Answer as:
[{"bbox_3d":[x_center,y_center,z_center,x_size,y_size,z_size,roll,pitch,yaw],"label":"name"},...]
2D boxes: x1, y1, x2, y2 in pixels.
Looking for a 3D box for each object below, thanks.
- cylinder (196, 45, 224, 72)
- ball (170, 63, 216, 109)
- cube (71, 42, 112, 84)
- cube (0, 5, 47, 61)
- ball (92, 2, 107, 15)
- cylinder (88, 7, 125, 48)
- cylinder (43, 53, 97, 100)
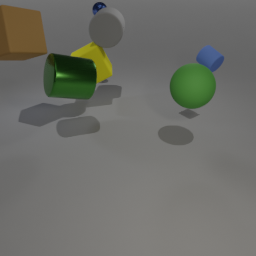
[{"bbox_3d":[2.922,-2.463,9.979,0.700,0.700,0.700,-21,58,-34],"label":"cylinder"},{"bbox_3d":[2.002,-1.295,8.698,1.400,1.400,1.400,0,29,0],"label":"ball"},{"bbox_3d":[-1.624,-2.823,12.382,1.400,1.400,1.400,-25,29,11],"label":"cube"},{"bbox_3d":[-3.724,-3.020,9.156,1.400,1.400,1.400,-2,10,36],"label":"cube"},{"bbox_3d":[-1.281,-5.377,12.791,0.700,0.700,0.700,0,29,0],"label":"ball"},{"bbox_3d":[-0.861,-4.243,11.795,1.400,1.400,1.400,1,31,2],"label":"cylinder"},{"bbox_3d":[-1.938,-1.676,9.295,1.400,1.400,1.400,1,25,-31],"label":"cylinder"}]
